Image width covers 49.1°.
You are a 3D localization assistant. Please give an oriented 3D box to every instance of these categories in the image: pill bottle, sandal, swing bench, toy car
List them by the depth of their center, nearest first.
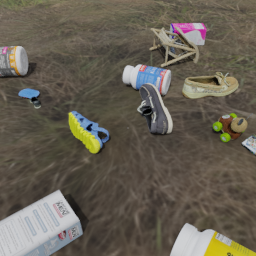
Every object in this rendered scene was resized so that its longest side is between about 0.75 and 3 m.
[{"bbox_3d":[2.041,2.993,6.084,2.086,1.173,1.173,23,46,25],"label":"pill bottle"},{"bbox_3d":[3.703,-0.178,9.597,0.958,1.167,0.920,-26,76,-24],"label":"toy car"},{"bbox_3d":[-1.385,0.065,9.842,0.863,0.788,1.982,-27,56,-31],"label":"sandal"},{"bbox_3d":[0.797,-2.120,12.038,1.918,1.077,1.077,14,43,15],"label":"pill bottle"},{"bbox_3d":[-5.933,-3.061,12.937,2.288,1.331,1.331,-3,41,-3],"label":"pill bottle"},{"bbox_3d":[2.361,-4.235,14.319,2.012,1.305,2.001,-10,42,-11],"label":"swing bench"}]

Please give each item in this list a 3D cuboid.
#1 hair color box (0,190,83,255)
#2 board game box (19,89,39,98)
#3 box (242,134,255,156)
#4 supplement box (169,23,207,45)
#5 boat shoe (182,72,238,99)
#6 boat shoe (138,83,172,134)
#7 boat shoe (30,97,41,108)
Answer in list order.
[{"bbox_3d":[-2.446,2.650,6.825,2.373,0.720,1.175,-26,48,-26],"label":"hair color box"},{"bbox_3d":[-4.207,-1.419,11.951,0.832,0.162,0.657,14,38,10],"label":"board game box"},{"bbox_3d":[4.365,0.632,9.458,0.563,0.155,0.825,-34,49,-10],"label":"box"},{"bbox_3d":[3.339,-5.270,15.764,1.863,0.943,0.963,0,41,-1],"label":"supplement box"},{"bbox_3d":[3.595,-1.867,11.953,2.574,0.807,0.944,-12,43,-14],"label":"boat shoe"},{"bbox_3d":[0.815,-0.809,10.635,0.842,0.976,2.686,-9,46,-15],"label":"boat shoe"},{"bbox_3d":[-3.850,-1.149,11.524,0.328,0.291,0.877,-18,44,-20],"label":"boat shoe"}]
